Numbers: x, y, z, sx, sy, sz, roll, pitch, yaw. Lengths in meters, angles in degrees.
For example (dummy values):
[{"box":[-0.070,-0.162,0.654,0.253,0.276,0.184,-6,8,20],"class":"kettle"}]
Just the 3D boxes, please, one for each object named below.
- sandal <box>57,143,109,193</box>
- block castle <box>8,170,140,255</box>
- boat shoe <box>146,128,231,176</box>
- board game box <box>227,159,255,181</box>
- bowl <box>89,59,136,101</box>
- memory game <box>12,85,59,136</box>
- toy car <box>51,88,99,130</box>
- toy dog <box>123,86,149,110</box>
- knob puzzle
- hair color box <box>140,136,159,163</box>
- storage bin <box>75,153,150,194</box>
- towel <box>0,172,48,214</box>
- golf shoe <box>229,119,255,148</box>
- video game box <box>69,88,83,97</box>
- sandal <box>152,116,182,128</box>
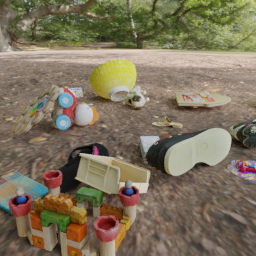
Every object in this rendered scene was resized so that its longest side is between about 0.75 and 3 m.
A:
[{"box":[-1.188,0.845,7.371,0.917,0.550,2.442,7,21,19],"class":"sandal"},{"box":[-0.956,1.426,5.120,2.089,0.980,1.396,8,21,20],"class":"block castle"},{"box":[1.738,0.535,7.483,2.849,1.042,0.893,-10,14,-37],"class":"boat shoe"},{"box":[3.256,1.016,7.384,1.162,0.226,0.918,-7,21,-19],"class":"board game box"},{"box":[-0.610,-2.168,14.206,2.474,2.474,1.331,-8,65,-22],"class":"bowl"},{"box":[-3.269,-0.663,9.864,2.293,0.146,2.293,-30,34,23],"class":"memory game"},{"box":[-1.908,-0.676,10.540,1.712,1.514,1.578,5,11,-23],"class":"toy car"},{"box":[0.383,-1.367,13.167,1.199,0.863,1.237,-15,23,-8],"class":"toy dog"},{"box":[3.655,-1.307,13.606,2.868,0.398,2.868,0,19,0],"class":"knob puzzle"},{"box":[0.702,0.617,8.283,0.601,0.368,1.213,-1,19,-3],"class":"hair color box"},{"box":[-0.306,1.028,6.174,1.201,0.567,1.210,14,-2,35],"class":"storage bin"},{"box":[-2.540,1.428,6.342,1.447,0.157,1.061,14,23,35],"class":"towel"},{"box":[4.676,-0.034,9.279,2.586,0.998,1.139,-5,13,-14],"class":"golf shoe"},{"box":[-3.138,-1.956,15.584,1.175,0.302,1.289,-7,21,-11],"class":"video game box"},{"box":[1.508,-0.275,10.741,1.179,0.388,0.432,7,21,20],"class":"sandal"}]
